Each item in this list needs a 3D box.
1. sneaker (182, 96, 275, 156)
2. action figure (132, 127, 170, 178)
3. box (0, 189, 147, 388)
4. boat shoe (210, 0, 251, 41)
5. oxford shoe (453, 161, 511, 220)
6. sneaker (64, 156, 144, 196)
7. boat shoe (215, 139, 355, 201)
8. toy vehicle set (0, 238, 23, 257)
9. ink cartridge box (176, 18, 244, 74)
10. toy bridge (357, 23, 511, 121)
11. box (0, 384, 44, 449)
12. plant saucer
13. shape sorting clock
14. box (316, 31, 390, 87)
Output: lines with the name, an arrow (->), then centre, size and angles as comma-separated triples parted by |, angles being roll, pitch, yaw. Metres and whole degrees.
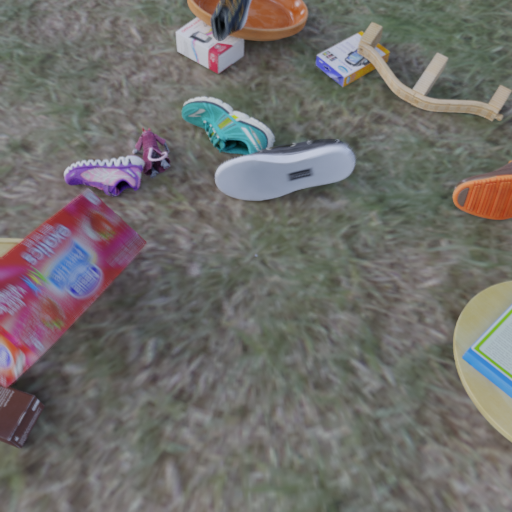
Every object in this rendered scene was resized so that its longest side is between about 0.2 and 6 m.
sneaker -> -0.609, -2.344, 10.399 | 1.932, 0.749, 0.769 | 27, 70, 16
action figure -> -1.946, -1.948, 10.152 | 0.664, 0.738, 0.991 | -18, 74, -4
box -> -2.832, 0.366, 7.692 | 1.208, 1.262, 2.531 | 44, 41, -10
boat shoe -> -0.427, -4.652, 10.223 | 0.538, 1.520, 0.690 | 34, 60, 10
oxford shoe -> 4.441, -1.235, 9.715 | 2.406, 0.858, 0.877 | -4, 42, -11
sneaker -> -2.670, -1.349, 9.882 | 1.432, 0.576, 0.633 | -7, 82, 2
boat shoe -> 0.479, -1.617, 9.806 | 2.403, 0.840, 0.796 | -12, 37, 6
toy vehicle set -> -4.594, 0.828, 8.269 | 1.637, 0.349, 2.634 | 2, 52, 13
ink cartridge box -> -0.971, -4.472, 11.813 | 1.197, 0.512, 0.883 | 34, 61, 17
toy bridge -> 3.403, -3.466, 11.094 | 3.195, 0.435, 1.074 | 32, 77, 12
box -> -3.692, 2.087, 7.713 | 1.299, 0.487, 0.651 | 16, 58, 13
plant saucer -> -0.187, -5.328, 12.077 | 2.595, 0.419, 2.595 | 6, 47, -7
shape sorting clock -> 4.318, 1.587, 7.947 | 3.013, 0.591, 3.013 | 0, 53, 0
box -> 1.956, -4.102, 11.740 | 1.470, 0.305, 0.875 | -34, 64, -17
